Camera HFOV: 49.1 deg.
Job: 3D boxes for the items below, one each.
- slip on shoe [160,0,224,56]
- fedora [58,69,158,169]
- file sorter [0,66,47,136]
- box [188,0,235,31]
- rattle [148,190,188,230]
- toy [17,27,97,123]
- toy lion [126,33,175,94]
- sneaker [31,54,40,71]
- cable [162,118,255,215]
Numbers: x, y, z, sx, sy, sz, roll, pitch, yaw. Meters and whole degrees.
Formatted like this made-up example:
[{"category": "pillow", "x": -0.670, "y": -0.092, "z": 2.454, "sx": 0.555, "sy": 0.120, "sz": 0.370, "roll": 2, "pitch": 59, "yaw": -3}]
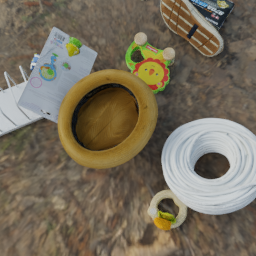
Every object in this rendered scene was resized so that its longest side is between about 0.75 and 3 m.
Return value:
[{"category": "slip on shoe", "x": 2.139, "y": -3.413, "z": 9.214, "sx": 2.628, "sy": 0.999, "sz": 0.796, "roll": 46, "pitch": 39, "yaw": 12}, {"category": "fedora", "x": -0.536, "y": -0.207, "z": 7.949, "sx": 2.876, "sy": 1.173, "sz": 2.876, "roll": -2, "pitch": 76, "yaw": 8}, {"category": "file sorter", "x": -3.658, "y": -0.745, "z": 8.210, "sx": 1.956, "sy": 1.218, "sz": 1.358, "roll": -24, "pitch": 73, "yaw": -7}, {"category": "box", "x": 2.740, "y": -4.152, "z": 9.779, "sx": 1.522, "sy": 0.350, "sz": 1.210, "roll": 32, "pitch": 75, "yaw": 10}, {"category": "rattle", "x": 1.264, "y": 1.897, "z": 7.418, "sx": 1.620, "sy": 1.157, "sz": 1.054, "roll": -40, "pitch": 57, "yaw": -6}, {"category": "toy", "x": -2.062, "y": -1.477, "z": 8.343, "sx": 1.534, "sy": 0.629, "sz": 2.664, "roll": 27, "pitch": 71, "yaw": -25}, {"category": "toy lion", "x": 0.636, "y": -1.992, "z": 9.029, "sx": 1.700, "sy": 0.584, "sz": 1.629, "roll": 32, "pitch": 82, "yaw": 10}, {"category": "sneaker", "x": -2.478, "y": -1.824, "z": 8.955, "sx": 1.397, "sy": 0.517, "sz": 0.575, "roll": 28, "pitch": 84, "yaw": 8}, {"category": "cable", "x": 2.232, "y": 0.924, "z": 7.413, "sx": 2.618, "sy": 0.906, "sz": 2.618, "roll": -28, "pitch": 51, "yaw": 2}]
